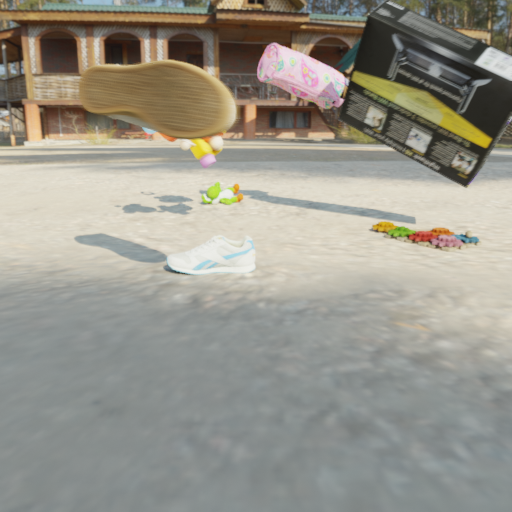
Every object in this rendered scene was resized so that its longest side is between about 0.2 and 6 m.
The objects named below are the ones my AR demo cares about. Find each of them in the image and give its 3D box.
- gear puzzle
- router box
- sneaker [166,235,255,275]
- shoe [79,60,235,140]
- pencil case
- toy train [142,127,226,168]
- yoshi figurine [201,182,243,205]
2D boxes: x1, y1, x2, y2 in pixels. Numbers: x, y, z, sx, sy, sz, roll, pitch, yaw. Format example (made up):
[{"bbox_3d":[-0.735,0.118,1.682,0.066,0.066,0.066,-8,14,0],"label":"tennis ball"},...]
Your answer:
[{"bbox_3d":[3.374,-0.507,11.517,1.193,0.302,2.304,-10,17,-35],"label":"gear puzzle"},{"bbox_3d":[3.382,-3.125,11.003,3.164,2.488,0.826,33,56,15],"label":"router box"},{"bbox_3d":[-0.733,-0.028,9.076,1.436,0.580,0.549,-3,16,-8],"label":"sneaker"},{"bbox_3d":[-1.113,-1.872,6.620,2.376,0.831,0.634,20,17,32],"label":"shoe"},{"bbox_3d":[1.079,-4.096,12.897,2.125,0.929,0.929,14,5,-33],"label":"pencil case"},{"bbox_3d":[-1.379,-3.131,12.100,0.789,2.131,2.837,-31,26,29],"label":"toy train"},{"bbox_3d":[-0.950,-1.757,15.840,1.203,0.673,0.676,-12,25,-30],"label":"yoshi figurine"}]
